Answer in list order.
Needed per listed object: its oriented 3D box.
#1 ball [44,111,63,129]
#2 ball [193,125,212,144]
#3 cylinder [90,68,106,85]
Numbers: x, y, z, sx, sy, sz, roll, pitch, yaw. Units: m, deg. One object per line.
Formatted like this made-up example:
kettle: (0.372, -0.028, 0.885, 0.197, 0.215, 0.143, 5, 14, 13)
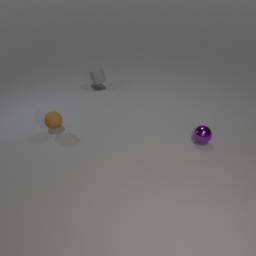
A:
ball: (-2.951, -0.312, 11.088, 0.700, 0.700, 0.700, 0, 32, 0)
ball: (2.849, 0.246, 10.686, 0.700, 0.700, 0.700, 0, 32, 0)
cylinder: (-1.574, -2.691, 14.691, 0.700, 0.700, 0.700, -17, 16, 5)
